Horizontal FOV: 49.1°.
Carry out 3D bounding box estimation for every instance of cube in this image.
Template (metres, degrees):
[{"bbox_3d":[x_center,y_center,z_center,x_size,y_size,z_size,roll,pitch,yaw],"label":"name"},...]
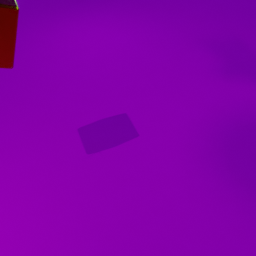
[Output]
[{"bbox_3d":[-2.130,-1.510,3.918,0.950,0.950,0.950,-2,45,-31],"label":"cube"}]
